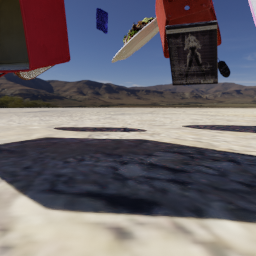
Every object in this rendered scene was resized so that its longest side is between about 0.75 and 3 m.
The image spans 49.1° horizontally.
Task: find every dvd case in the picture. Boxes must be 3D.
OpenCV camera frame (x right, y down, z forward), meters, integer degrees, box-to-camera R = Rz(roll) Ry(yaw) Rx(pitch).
[{"bbox_3d":[0.867,-0.967,3.747,0.637,0.857,0.068,1,38,20],"label":"dvd case"}]

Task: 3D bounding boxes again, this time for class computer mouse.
[{"bbox_3d":[3.098,-2.331,9.716,0.405,1.382,0.235,-38,8,-22],"label":"computer mouse"}]

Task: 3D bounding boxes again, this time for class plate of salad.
[{"bbox_3d":[0.424,-3.583,10.710,2.971,0.714,2.971,-39,6,5],"label":"plate of salad"}]

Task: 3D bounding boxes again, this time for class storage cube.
[{"bbox_3d":[-2.752,-2.406,6.108,2.187,2.558,2.299,-1,18,9],"label":"storage cube"}]

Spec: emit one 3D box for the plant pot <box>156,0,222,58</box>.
[{"bbox_3d":[1.715,-3.385,8.230,1.798,1.796,1.584,-11,-15,12],"label":"plant pot"}]

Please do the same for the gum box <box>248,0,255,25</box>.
[{"bbox_3d":[3.247,-2.727,6.335,0.740,2.238,1.270,-19,-40,32],"label":"gum box"}]

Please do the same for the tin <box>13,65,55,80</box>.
[{"bbox_3d":[-3.142,-2.466,9.935,2.022,0.423,1.132,-41,-20,-23],"label":"tin"}]

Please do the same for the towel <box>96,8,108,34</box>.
[{"bbox_3d":[-1.031,-4.358,11.380,0.654,0.885,0.219,37,54,25],"label":"towel"}]
